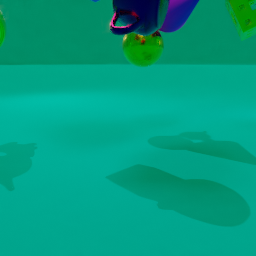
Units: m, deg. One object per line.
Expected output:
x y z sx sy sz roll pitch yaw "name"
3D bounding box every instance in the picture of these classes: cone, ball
1.317 -3.041 6.506 1.431 1.431 1.437 -7 14 -25 "cone"
0.385 -2.106 7.199 1.066 1.066 1.066 0 14 0 "ball"

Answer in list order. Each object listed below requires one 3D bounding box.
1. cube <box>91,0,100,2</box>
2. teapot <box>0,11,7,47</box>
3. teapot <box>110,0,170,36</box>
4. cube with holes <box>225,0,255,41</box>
-0.703 -3.115 5.398 0.874 0.874 0.874 4 0 -41 "cube"
-3.040 -2.071 5.637 1.226 1.971 0.965 -15 38 -36 "teapot"
0.192 -2.281 4.707 0.985 2.012 1.251 16 -26 12 "teapot"
3.057 -2.923 6.710 1.077 1.077 1.077 -24 -2 21 "cube with holes"
